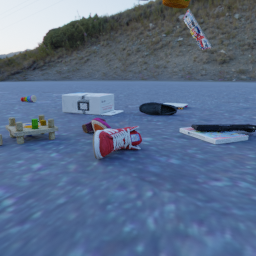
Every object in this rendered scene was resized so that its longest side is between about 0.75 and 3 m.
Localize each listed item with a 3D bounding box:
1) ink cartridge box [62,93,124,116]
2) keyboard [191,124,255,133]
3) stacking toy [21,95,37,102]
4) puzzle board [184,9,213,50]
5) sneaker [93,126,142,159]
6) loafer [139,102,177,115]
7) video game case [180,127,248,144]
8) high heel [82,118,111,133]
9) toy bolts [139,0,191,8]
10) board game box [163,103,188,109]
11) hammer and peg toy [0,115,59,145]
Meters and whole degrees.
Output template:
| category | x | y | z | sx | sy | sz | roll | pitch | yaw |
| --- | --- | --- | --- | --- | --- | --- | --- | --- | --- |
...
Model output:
| category | x | y | z | sx | sy | sz | roll | pitch | yaw |
| --- | --- | --- | --- | --- | --- | --- | --- | --- | --- |
| ink cartridge box | -1.486 | -1.072 | 12.120 | 2.349 | 0.783 | 1.360 | 5 | 13 | 22 |
| keyboard | 2.763 | 0.009 | 7.760 | 1.802 | 0.186 | 1.145 | -1 | 5 | -3 |
| stacking toy | -5.736 | -1.654 | 16.007 | 0.959 | 0.410 | 0.410 | -2 | 11 | 20 |
| puzzle board | 2.826 | -4.002 | 11.650 | 0.193 | 1.668 | 2.213 | -34 | 8 | 12 |
| sneaker | -0.185 | 0.286 | 6.141 | 0.909 | 0.576 | 1.617 | -2 | 9 | 9 |
| loafer | 1.224 | -0.784 | 11.353 | 1.547 | 0.525 | 0.543 | 3 | 3 | -2 |
| video game case | 2.342 | 0.160 | 7.811 | 1.110 | 0.135 | 1.553 | -5 | 13 | -24 |
| high heel | -0.656 | -0.087 | 7.840 | 0.796 | 0.558 | 1.656 | -19 | 16 | -28 |
| toy bolts | 0.562 | -2.496 | 4.578 | 1.121 | 0.778 | 1.071 | 14 | 15 | 17 |
| board game box | 2.221 | -1.074 | 13.678 | 1.187 | 0.154 | 1.187 | 5 | 12 | 23 |
| hammer and peg toy | -2.805 | 0.019 | 7.412 | 1.615 | 0.570 | 1.188 | -8 | 14 | -32 |
